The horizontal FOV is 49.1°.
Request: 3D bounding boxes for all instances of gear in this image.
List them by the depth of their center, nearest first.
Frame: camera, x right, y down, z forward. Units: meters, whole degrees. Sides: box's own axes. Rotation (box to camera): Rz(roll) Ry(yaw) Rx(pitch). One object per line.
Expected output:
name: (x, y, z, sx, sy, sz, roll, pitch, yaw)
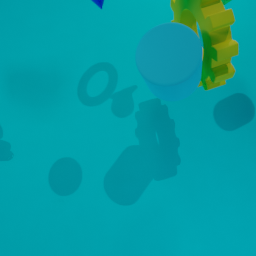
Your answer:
gear: (1.366, -1.760, 5.322, 0.377, 2.041, 2.041, -19, 73, -3)

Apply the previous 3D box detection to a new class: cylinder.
cylinder: (0.726, -1.069, 4.769, 1.034, 1.034, 1.034, -2, 81, 13)

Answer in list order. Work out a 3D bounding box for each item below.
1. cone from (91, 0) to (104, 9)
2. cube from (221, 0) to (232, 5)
cone: (-0.488, -2.027, 3.852, 0.922, 0.925, 0.922, -6, 60, 10)
cube: (2.297, -3.836, 6.528, 1.149, 1.149, 1.149, -26, 69, 36)
